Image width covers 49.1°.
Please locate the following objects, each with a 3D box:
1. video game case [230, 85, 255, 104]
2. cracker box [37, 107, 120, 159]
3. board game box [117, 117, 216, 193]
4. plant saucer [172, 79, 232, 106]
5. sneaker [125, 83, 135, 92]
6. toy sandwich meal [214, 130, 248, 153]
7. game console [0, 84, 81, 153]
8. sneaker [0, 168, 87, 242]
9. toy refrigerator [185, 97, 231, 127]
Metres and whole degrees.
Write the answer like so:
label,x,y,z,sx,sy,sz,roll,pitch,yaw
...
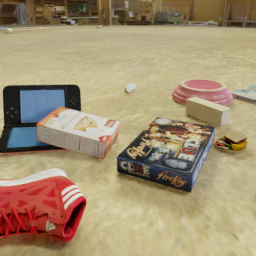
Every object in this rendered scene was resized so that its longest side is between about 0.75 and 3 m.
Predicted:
label,x,y,z,sx,sy,sz,roll,pitch,yaw
video game case,5.782,-1.495,12.500,1.910,0.210,1.741,-18,30,-34
cracker box,-1.416,0.083,8.275,2.079,0.600,1.392,15,28,8
board game box,1.186,0.549,7.751,1.923,0.491,2.839,12,27,23
plant saucer,3.239,-1.614,12.252,2.572,0.652,2.572,1,25,0
sneaker,-0.009,-1.910,13.344,0.425,0.361,0.960,-2,16,25
toy sandwich meal,3.062,0.394,8.270,1.005,0.344,1.005,0,25,0
game console,-2.650,-0.392,8.651,2.483,2.140,1.474,-3,-1,-12
sneaker,-1.897,1.568,5.008,2.581,1.011,1.491,-23,32,-38
toy refrigerator,2.879,-0.620,10.162,0.550,0.597,1.573,-18,30,-35
